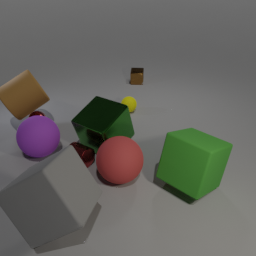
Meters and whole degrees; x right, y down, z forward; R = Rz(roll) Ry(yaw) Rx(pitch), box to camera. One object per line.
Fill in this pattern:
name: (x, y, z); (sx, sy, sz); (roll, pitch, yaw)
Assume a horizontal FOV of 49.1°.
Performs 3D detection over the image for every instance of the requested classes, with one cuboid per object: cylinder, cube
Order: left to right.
cylinder: (-3.949, -1.248, 10.612); (1.400, 1.400, 1.400); (-36, 39, -8)
cube: (-1.658, 1.463, 6.173); (1.400, 1.400, 1.400); (-28, 9, 19)
cylinder: (-1.549, 0.874, 9.068); (0.700, 0.700, 0.700); (19, 35, 30)
cube: (-0.806, -0.014, 9.563); (1.400, 1.400, 1.400); (20, 54, 30)
cube: (0.507, -2.865, 15.491); (0.700, 0.700, 0.700); (2, 39, 4)
cube: (1.868, 0.927, 7.939); (1.400, 1.400, 1.400); (25, 22, 36)

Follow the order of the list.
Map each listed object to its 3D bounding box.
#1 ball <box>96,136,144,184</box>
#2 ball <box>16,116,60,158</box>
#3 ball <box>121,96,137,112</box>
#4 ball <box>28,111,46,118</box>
ball: (-0.242, 0.938, 8.261); (1.400, 1.400, 1.400); (0, 30, 0)
ball: (-2.986, 0.283, 9.356); (1.400, 1.400, 1.400); (0, 30, 0)
ball: (0.038, -1.050, 12.427); (0.700, 0.700, 0.700); (0, 30, 0)
ball: (-3.638, -0.342, 11.220); (0.700, 0.700, 0.700); (0, 30, 0)
